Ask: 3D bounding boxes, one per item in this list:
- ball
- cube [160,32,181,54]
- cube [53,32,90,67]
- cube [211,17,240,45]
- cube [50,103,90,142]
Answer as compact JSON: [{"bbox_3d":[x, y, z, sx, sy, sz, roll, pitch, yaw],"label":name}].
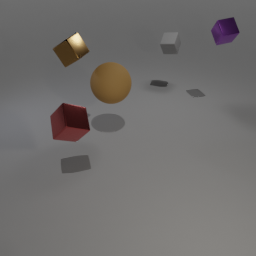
[{"bbox_3d":[-0.580,-1.520,9.511,1.400,1.400,1.400,0,31,0],"label":"ball"},{"bbox_3d":[1.958,-3.882,12.857,0.700,0.700,0.700,8,66,27],"label":"cube"},{"bbox_3d":[-1.801,-2.482,8.916,0.700,0.700,0.700,-18,25,36],"label":"cube"},{"bbox_3d":[3.764,-3.751,10.886,0.700,0.700,0.700,-13,-12,-8],"label":"cube"},{"bbox_3d":[-1.487,-0.124,7.163,0.700,0.700,0.700,10,56,-41],"label":"cube"}]
